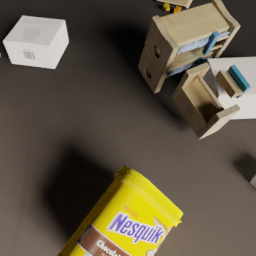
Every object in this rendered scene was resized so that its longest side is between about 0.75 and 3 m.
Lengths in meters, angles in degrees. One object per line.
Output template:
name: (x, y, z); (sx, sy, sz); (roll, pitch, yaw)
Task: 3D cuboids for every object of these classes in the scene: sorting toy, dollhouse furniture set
sorting toy: (1.859, -5.238, 11.452); (1.416, 0.254, 1.901); (21, 55, 10)
dollhouse furniture set: (1.998, -1.398, 7.565); (2.103, 2.091, 2.984); (-23, 72, -18)

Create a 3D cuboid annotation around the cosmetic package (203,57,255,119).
cosmetic package: (3.497, -1.098, 7.711); (2.673, 1.134, 1.439); (-3, 57, -3)

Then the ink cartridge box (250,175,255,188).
ink cartridge box: (3.421, 1.302, 6.338); (0.712, 0.409, 0.981); (-31, 59, -21)

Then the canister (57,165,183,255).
canister: (-0.133, 1.935, 5.011); (2.030, 1.508, 0.879); (-52, 24, -15)

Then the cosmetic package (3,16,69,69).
cosmetic package: (-2.925, -2.818, 9.147); (1.497, 0.923, 1.501); (9, 53, 7)
